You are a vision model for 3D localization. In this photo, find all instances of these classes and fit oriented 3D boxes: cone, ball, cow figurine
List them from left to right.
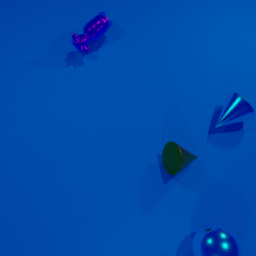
[{"bbox_3d":[-1.203,-3.136,9.227,1.424,0.782,1.401,-34,22,25],"label":"cow figurine"},{"bbox_3d":[1.582,0.825,7.786,0.925,0.922,0.922,1,63,-26],"label":"cone"},{"bbox_3d":[2.100,2.875,6.629,1.159,1.159,1.159,0,66,0],"label":"ball"},{"bbox_3d":[2.952,-0.336,8.241,1.030,1.027,1.027,-39,71,-5],"label":"cone"}]
